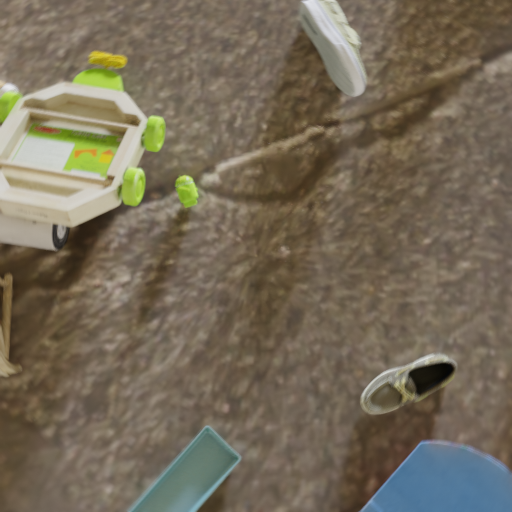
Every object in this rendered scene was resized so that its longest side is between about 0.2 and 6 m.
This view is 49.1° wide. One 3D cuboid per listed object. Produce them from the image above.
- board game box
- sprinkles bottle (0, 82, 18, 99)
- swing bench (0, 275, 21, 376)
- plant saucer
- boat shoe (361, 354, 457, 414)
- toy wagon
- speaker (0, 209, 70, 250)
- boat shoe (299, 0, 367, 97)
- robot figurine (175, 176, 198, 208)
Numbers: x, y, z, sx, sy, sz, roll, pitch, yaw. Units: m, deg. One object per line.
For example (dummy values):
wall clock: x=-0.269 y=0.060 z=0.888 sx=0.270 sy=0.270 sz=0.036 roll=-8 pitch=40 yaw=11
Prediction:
board game box: x=2.737 y=4.674 z=8.605 sx=2.770 sy=0.683 sz=3.506 roll=43 pitch=83 yaw=7
sprinkles bottle: x=-5.321 y=-3.371 z=11.120 sx=1.154 sy=0.394 sz=0.394 roll=26 pitch=75 yaw=8
swing bench: x=-5.105 y=1.210 z=9.340 sx=1.823 sy=1.189 sz=1.832 roll=-11 pitch=74 yaw=-4
plant saucer: x=-1.294 y=3.875 z=9.045 sx=0.799 sy=0.217 sz=2.287 roll=41 pitch=79 yaw=11
boat shoe: x=2.560 y=2.144 z=9.387 sx=1.703 sy=0.509 sz=0.608 roll=-25 pitch=82 yaw=-7
toy wagon: x=-3.263 y=-2.275 z=10.334 sx=3.024 sy=0.771 sz=3.897 roll=11 pitch=55 yaw=3
speaker: x=-4.461 y=-0.631 z=10.083 sx=1.985 sy=0.806 sz=0.806 roll=8 pitch=73 yaw=2
boat shoe: x=1.666 y=-4.264 z=11.162 sx=0.747 sy=0.867 sz=2.408 roll=-22 pitch=72 yaw=-8
robot figurine: x=-1.301 y=-1.213 z=10.443 sx=0.344 sy=0.521 sz=0.594 roll=-16 pitch=94 yaw=17
